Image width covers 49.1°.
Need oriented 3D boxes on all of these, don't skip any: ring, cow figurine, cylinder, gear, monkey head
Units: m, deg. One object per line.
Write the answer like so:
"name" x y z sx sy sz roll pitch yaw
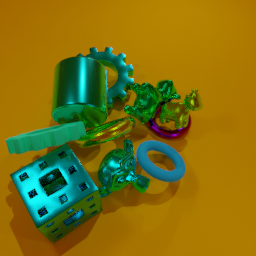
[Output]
"ring" -0.573 0.099 7.137 1.618 1.618 0.324 -22 97 -14
"cow figurine" 0.737 -0.751 7.857 0.823 1.476 1.500 10 77 53
"cow figurine" 1.379 -0.545 7.348 1.116 1.098 0.612 19 19 35
"cylinder" -1.230 -0.875 7.235 1.391 1.391 1.391 -2 66 -1
"ring" 1.173 -0.238 8.021 1.284 0.257 1.284 0 56 0
"gear" -0.823 -1.527 8.524 1.987 0.368 1.987 0 71 -1
"ring" 0.812 0.789 6.854 1.303 0.261 1.303 18 34 -12
"monkey head" -0.108 1.088 6.723 1.174 0.983 1.631 34 79 -20
"gear" -1.834 0.195 6.368 1.703 1.703 0.315 -13 97 -9

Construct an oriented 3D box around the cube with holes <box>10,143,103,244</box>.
"cube with holes" -1.516 1.458 6.209 1.332 1.332 1.332 -30 61 -19
